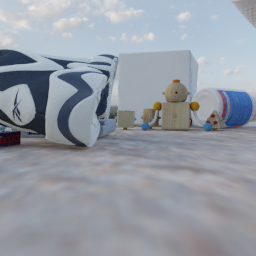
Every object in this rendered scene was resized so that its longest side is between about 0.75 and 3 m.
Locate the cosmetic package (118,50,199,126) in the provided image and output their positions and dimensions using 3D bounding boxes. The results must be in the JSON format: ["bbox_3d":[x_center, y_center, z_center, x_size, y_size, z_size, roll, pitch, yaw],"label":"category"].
[{"bbox_3d":[1.212,-1.311,10.181,2.402,2.417,2.888,2,4,19],"label":"cosmetic package"}]

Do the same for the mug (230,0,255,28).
[{"bbox_3d":[3.563,-2.878,6.578,1.766,2.014,1.487,35,-51,-24],"label":"mug"}]

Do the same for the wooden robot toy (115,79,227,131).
[{"bbox_3d":[1.120,-0.601,7.349,2.872,1.303,1.265,1,3,13],"label":"wooden robot toy"}]

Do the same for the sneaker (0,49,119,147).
[{"bbox_3d":[-1.227,-0.671,4.379,1.934,1.187,2.973,12,24,-1],"label":"sneaker"}]

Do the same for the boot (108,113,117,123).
[{"bbox_3d":[-0.978,-0.477,10.472,1.643,0.851,2.515,5,1,-36],"label":"boot"}]

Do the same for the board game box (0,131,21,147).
[{"bbox_3d":[-2.130,0.156,3.199,0.928,0.250,1.546,6,5,21],"label":"board game box"}]

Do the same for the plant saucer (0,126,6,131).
[{"bbox_3d":[-3.544,0.051,5.753,1.850,0.176,0.647,-1,3,-8],"label":"plant saucer"}]

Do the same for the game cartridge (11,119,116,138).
[{"bbox_3d":[-1.145,-0.017,5.391,1.724,0.358,1.148,1,1,12],"label":"game cartridge"}]

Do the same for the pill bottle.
[{"bbox_3d":[3.094,-0.601,8.589,2.141,1.201,1.201,-1,3,-30],"label":"pill bottle"}]
